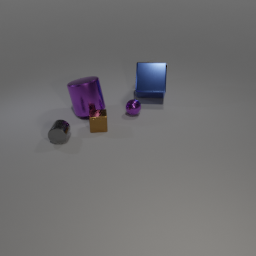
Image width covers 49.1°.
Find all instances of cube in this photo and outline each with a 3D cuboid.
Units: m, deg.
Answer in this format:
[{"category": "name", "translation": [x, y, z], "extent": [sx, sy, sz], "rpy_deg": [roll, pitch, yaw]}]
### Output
[{"category": "cube", "translation": [-1.194, -0.289, 11.292], "extent": [0.700, 0.700, 0.700], "rpy_deg": [-3, 30, -5]}, {"category": "cube", "translation": [1.105, -2.260, 13.487], "extent": [1.400, 1.400, 1.400], "rpy_deg": [3, -5, 4]}]

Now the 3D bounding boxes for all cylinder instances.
[{"category": "cylinder", "translation": [-2.578, 0.145, 10.526], "extent": [0.700, 0.700, 0.700], "rpy_deg": [1, 30, 2]}, {"category": "cylinder", "translation": [-1.803, -1.394, 12.226], "extent": [1.400, 1.400, 1.400], "rpy_deg": [-10, 22, 4]}]

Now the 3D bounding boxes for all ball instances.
[{"category": "ball", "translation": [0.233, -0.915, 12.328], "extent": [0.700, 0.700, 0.700], "rpy_deg": [0, 30, 0]}]
